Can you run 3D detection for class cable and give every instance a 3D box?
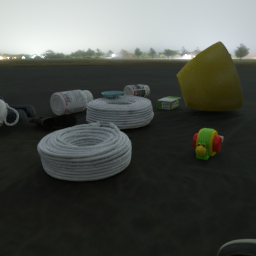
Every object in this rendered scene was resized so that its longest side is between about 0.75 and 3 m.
[{"bbox_3d":[-0.978,0.509,6.486,2.120,0.734,2.120,-7,19,-22],"label":"cable"},{"bbox_3d":[-0.288,-0.590,10.179,2.451,0.849,2.452,-3,16,-10],"label":"cable"}]

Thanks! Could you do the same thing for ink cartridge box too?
[{"bbox_3d":[1.947,-1.182,13.157,0.706,0.403,1.360,9,18,29],"label":"ink cartridge box"}]

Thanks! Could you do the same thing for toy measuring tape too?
[{"bbox_3d":[2.217,0.266,7.431,0.736,0.736,2.002,10,18,31],"label":"toy measuring tape"}]

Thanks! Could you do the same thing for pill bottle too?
[{"bbox_3d":[0.500,-1.963,15.255,1.368,0.792,0.792,-12,20,-40],"label":"pill bottle"},{"bbox_3d":[-2.343,-1.112,11.885,0.950,0.950,1.677,13,20,38],"label":"pill bottle"}]

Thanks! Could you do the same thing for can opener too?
[{"bbox_3d":[-4.613,-0.756,10.382,2.871,0.960,0.766,2,30,38],"label":"can opener"}]

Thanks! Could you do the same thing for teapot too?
[{"bbox_3d":[-4.503,-0.331,9.086,1.329,0.971,1.312,-20,-8,29],"label":"teapot"}]

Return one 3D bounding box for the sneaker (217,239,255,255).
[{"bbox_3d":[1.535,1.644,2.523,1.688,0.631,0.896,13,18,35],"label":"sneaker"}]

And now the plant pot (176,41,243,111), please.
[{"bbox_3d":[3.342,-1.918,12.126,2.118,2.984,2.984,-19,13,11],"label":"plant pot"}]

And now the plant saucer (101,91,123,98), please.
[{"bbox_3d":[-0.600,-1.296,10.850,0.861,0.166,0.861,-1,17,0],"label":"plant saucer"}]

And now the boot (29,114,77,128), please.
[{"bbox_3d":[-2.644,-0.280,9.873,1.371,0.475,1.193,-4,8,-35],"label":"boot"}]
